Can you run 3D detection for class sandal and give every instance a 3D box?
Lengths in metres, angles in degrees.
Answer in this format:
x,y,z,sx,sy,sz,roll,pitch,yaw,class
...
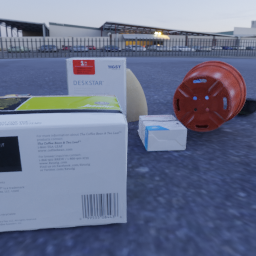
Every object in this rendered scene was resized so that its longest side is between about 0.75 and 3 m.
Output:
x,y,z,sx,sy,sz,roll,pitch,yaw,class
2.895,-1.540,12.226,1.050,1.150,2.641,2,19,0,sandal

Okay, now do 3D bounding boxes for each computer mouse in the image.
x,y,z,sx,sy,sz,roll,pitch,yaw,class
4.640,-0.854,11.068,1.645,0.626,2.375,6,7,25,computer mouse

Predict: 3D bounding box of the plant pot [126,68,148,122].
x,y,z,sx,sy,sz,roll,pitch,yaw,class
-0.539,-1.364,10.635,2.591,1.739,2.591,0,17,0,plant pot

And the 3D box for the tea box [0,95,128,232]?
x,y,z,sx,sy,sz,roll,pitch,yaw,class
-1.361,0.398,5.051,2.516,1.681,2.475,-2,17,-5,tea box

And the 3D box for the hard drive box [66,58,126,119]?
x,y,z,sx,sy,sz,roll,pitch,yaw,class
-0.926,-1.016,8.666,1.745,2.238,0.860,0,17,3,hard drive box

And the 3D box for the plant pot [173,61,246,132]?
x,y,z,sx,sy,sz,roll,pitch,yaw,class
2.342,-0.892,8.342,2.123,2.123,2.065,8,17,23,plant pot

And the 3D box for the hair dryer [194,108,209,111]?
x,y,z,sx,sy,sz,roll,pitch,yaw,class
2.899,-0.725,11.083,0.903,0.245,0.688,9,19,25,hair dryer

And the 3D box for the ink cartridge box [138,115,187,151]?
x,y,z,sx,sy,sz,roll,pitch,yaw,class
0.888,0.048,8.005,1.048,0.604,1.810,-2,18,-7,ink cartridge box

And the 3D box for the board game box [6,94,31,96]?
x,y,z,sx,sy,sz,roll,pitch,yaw,class
-5.298,-1.421,13.275,1.201,0.208,0.814,-2,17,3,board game box
